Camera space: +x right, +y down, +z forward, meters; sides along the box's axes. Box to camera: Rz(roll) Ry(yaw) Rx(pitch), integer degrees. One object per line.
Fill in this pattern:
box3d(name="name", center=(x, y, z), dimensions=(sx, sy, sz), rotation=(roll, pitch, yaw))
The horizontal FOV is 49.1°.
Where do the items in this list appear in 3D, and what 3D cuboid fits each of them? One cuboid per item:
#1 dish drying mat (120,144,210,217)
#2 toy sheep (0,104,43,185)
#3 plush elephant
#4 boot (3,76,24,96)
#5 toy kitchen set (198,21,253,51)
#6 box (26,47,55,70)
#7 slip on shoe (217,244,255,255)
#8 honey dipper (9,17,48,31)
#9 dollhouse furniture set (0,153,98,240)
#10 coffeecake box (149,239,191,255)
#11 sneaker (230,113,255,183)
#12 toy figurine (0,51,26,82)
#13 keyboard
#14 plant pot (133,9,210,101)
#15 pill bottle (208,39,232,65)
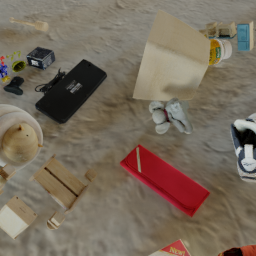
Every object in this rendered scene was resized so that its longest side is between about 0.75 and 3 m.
box3d(name="dish drying mat", center=(0.930, 1.308, 7.427), dimensions=(2.357, 0.214, 0.905), rotation=(33, 55, 27))
box3d(name="toy sheep", center=(-3.310, 0.310, 7.280), dimensions=(2.878, 1.984, 1.984), rotation=(12, 46, 38))
box3d(name="plush elephant", center=(1.233, -0.361, 8.433), dimensions=(1.054, 1.362, 1.121), rotation=(-15, 71, 25))
box3d(name="boot", center=(-3.900, -1.527, 9.931), dimensions=(0.833, 0.318, 0.700), rotation=(14, 53, 21))
box3d(name="toy kitchen set", center=(3.860, -3.545, 11.498), dimensions=(1.929, 1.136, 1.545), rotation=(18, 47, 42))
box3d(name="box", center=(-3.386, -2.727, 10.918), dimensions=(0.769, 0.476, 0.756), rotation=(19, 50, 16))
box3d(name="slip on shoe", center=(2.484, 2.742, 6.039), dimensions=(1.140, 0.349, 0.422), rotation=(-6, 46, -8))
box3d(name="honey dipper", center=(-4.645, -4.871, 12.952), dimensions=(2.117, 0.402, 0.402), rotation=(19, 50, 19))
box3d(name="dollhouse furniture set", center=(-2.169, 1.400, 6.827), dimensions=(1.902, 1.089, 2.231), rotation=(44, 40, -5))
box3d(name="coffeecake box", center=(0.256, 3.641, 4.752), dimensions=(2.816, 1.029, 2.161), rotation=(-21, 51, -18))
box3d(name="sneaker", center=(3.393, 0.070, 7.530), dimensions=(0.961, 1.566, 2.407), rotation=(8, 48, 35))
box3d(name="toy figurine", center=(-4.796, -2.308, 10.318), dimensions=(1.022, 0.900, 1.705), rotation=(24, 51, 27))
box3d(name="keyboard", center=(-2.053, -1.365, 9.823), dimensions=(1.521, 0.579, 2.922), rotation=(35, 52, 0))
box3d(name="plant pot", center=(1.528, -2.223, 9.436), dimensions=(1.999, 2.258, 2.255), rotation=(16, 49, 2))
box3d(name="pill bottle", center=(3.029, -2.875, 10.732), dimensions=(1.703, 0.960, 0.960), rotation=(-13, 49, -13))
